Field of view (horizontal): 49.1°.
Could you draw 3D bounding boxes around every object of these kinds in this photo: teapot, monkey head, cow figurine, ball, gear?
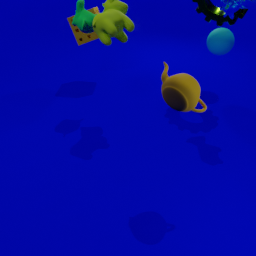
[{"bbox_3d":[0.988,-0.721,5.197,1.197,0.745,0.586,44,65,1],"label":"teapot"},{"bbox_3d":[-1.179,-3.155,7.979,0.701,0.837,1.164,22,39,13],"label":"monkey head"},{"bbox_3d":[2.866,-3.173,7.018,1.068,0.596,1.085,-32,22,25],"label":"cow figurine"},{"bbox_3d":[-0.476,-2.907,7.406,1.427,0.783,1.404,-28,75,-42],"label":"cow figurine"},{"bbox_3d":[3.232,-3.020,9.801,0.923,0.923,0.923,0,34,0],"label":"ball"},{"bbox_3d":[2.785,-3.879,8.415,1.711,1.711,0.316,23,67,29],"label":"gear"}]

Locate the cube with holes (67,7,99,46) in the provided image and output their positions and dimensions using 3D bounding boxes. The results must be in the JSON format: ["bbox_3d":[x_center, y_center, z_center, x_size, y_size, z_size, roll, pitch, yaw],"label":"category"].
[{"bbox_3d":[-1.468,-3.747,10.278,0.993,0.993,0.993,-17,24,11],"label":"cube with holes"}]
